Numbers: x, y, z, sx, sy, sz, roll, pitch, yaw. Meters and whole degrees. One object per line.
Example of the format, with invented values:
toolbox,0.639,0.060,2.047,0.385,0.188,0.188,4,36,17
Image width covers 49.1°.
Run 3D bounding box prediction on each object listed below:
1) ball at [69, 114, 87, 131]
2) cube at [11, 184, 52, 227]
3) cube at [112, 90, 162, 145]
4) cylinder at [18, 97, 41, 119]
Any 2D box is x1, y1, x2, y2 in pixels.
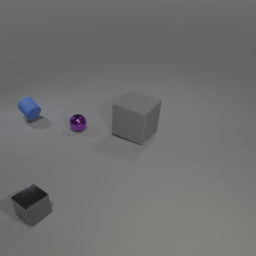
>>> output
ball,-2.040,-0.220,11.429,0.700,0.700,0.700,0,31,0
cube,-2.590,2.078,7.571,0.700,0.700,0.700,22,38,32
cube,0.328,-0.440,10.952,1.400,1.400,1.400,21,38,23
cylinder,-4.190,-0.844,11.901,0.700,0.700,0.700,44,47,17
